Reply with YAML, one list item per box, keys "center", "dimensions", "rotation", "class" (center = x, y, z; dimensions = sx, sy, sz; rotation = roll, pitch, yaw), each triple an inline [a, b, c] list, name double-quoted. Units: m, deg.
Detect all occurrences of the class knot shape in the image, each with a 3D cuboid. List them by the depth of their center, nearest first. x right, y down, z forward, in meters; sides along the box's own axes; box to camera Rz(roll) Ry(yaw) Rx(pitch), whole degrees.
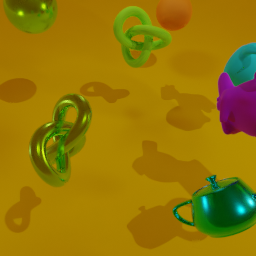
- center: [-0.808, 0.093, 3.527]
  dimensions: [0.544, 1.177, 1.102]
  rotation: [21, 93, -5]
  class: "knot shape"
- center: [0.249, -2.476, 7.453]
  dimensions: [1.573, 1.472, 0.727]
  rotation: [-21, 33, 33]
  class: "knot shape"

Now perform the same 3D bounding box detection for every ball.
- center: [-2.334, -2.920, 6.755]
  dimensions: [1.251, 1.251, 1.251]
  rotation: [0, 50, 0]
  class: "ball"
- center: [1.485, -3.740, 9.028]
  dimensions: [1.154, 1.154, 1.154]
  rotation: [0, 50, 0]
  class: "ball"

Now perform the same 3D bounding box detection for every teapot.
- center: [1.647, 1.222, 4.744]
  dimensions: [1.895, 1.178, 0.928]
  rotation: [-25, 82, 19]
  class: "teapot"
- center: [2.962, -1.419, 6.749]
  dimensions: [1.213, 1.950, 0.955]
  rotation: [-43, 61, -6]
  class: "teapot"

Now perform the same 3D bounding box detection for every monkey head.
- center: [2.256, -0.521, 5.181]
  dimensions: [1.154, 1.915, 1.378]
  rotation: [-12, 52, 22]
  class: "monkey head"
